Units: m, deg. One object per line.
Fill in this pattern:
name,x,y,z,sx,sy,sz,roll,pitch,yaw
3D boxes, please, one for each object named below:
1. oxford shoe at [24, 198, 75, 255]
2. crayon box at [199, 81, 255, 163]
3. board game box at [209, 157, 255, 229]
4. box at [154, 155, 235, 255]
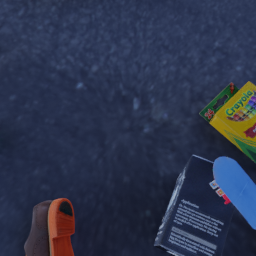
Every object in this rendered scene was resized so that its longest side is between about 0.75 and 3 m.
oxford shoe,-1.673,2.794,5.893,0.903,0.886,2.489,-11,64,21
crayon box,3.166,-0.159,7.115,1.455,0.582,2.292,-43,73,-15
board game box,1.227,0.736,3.151,0.873,0.170,0.690,52,37,10
box,1.345,1.741,5.697,1.050,1.758,1.788,22,69,10
